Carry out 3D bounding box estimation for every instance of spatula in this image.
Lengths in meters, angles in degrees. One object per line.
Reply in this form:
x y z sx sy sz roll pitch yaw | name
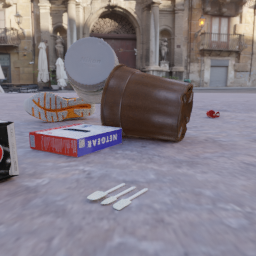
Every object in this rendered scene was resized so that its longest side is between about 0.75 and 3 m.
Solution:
-0.111 0.876 3.742 0.537 0.062 0.772 5 10 33 | spatula

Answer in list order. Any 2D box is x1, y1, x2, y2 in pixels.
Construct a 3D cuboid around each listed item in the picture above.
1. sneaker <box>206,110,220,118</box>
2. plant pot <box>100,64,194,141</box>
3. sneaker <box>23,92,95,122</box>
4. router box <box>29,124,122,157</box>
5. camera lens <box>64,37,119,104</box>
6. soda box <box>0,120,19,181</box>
3.640 -0.595 12.482 0.928 0.364 0.536 8 -7 -42 | sneaker
0.609 -0.592 7.526 2.006 2.027 2.027 11 12 21 | plant pot
-2.832 -0.797 11.518 2.921 1.143 1.128 2 -1 -36 | sneaker
-1.193 0.238 6.666 1.479 0.403 1.648 6 10 32 | router box
-1.169 -1.877 9.644 1.757 1.757 2.197 0 -9 0 | camera lens
-2.975 0.263 4.779 2.648 0.937 0.838 8 14 38 | soda box
